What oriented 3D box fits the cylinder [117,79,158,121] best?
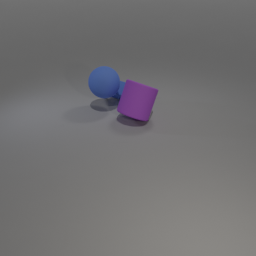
[{"bbox_3d":[0.395,-1.165,11.738,1.400,1.400,1.400,18,9,-3],"label":"cylinder"}]

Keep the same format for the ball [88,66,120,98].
[{"bbox_3d":[-1.045,-2.007,12.342,1.400,1.400,1.400,0,29,0],"label":"ball"}]

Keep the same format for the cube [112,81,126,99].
[{"bbox_3d":[-0.440,-1.860,13.685,0.700,0.700,0.700,13,-12,-19],"label":"cube"}]
